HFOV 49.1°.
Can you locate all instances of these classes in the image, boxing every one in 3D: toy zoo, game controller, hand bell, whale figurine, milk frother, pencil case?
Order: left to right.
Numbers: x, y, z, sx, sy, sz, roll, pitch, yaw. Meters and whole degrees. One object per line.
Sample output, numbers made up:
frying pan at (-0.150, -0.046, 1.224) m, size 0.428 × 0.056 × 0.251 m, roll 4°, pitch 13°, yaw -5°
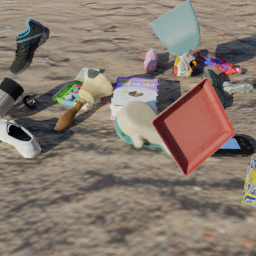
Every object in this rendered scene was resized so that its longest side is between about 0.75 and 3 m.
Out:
milk frother at (-4.872, -0.987, 11.802) m, size 1.635 × 1.475 × 1.538 m, roll 26°, pitch 66°, yaw 6°
hand bell at (-2.086, -0.970, 11.856) m, size 1.543 × 1.543 × 2.964 m, roll 24°, pitch 61°, yaw 25°
toy zoo at (-2.260, -1.490, 13.173) m, size 2.176 × 0.223 × 1.428 m, roll 14°, pitch 42°, yaw 16°
whale figurine at (0.703, 0.170, 10.654) m, size 2.634 × 1.367 × 2.095 m, roll 34°, pitch 47°, yaw 1°
pencil case at (1.285, -3.748, 15.479) m, size 0.721 × 0.721 × 1.648 m, roll 6°, pitch 41°, yaw 7°
game controller at (3.485, 0.642, 10.478) m, size 2.192 × 0.462 × 1.144 m, roll 1°, pitch 41°, yaw 0°

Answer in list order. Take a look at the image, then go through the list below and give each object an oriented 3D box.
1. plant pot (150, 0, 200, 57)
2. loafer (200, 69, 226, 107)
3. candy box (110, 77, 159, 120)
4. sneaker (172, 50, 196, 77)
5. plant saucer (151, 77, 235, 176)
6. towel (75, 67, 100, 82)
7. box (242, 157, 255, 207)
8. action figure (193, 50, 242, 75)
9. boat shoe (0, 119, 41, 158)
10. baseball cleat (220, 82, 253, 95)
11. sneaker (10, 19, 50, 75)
plant pot at (2.154, -4.036, 11.758) m, size 1.750 × 1.783 × 1.745 m, roll -28°, pitch 12°, yaw 17°
loafer at (3.869, -1.654, 13.092) m, size 0.997 × 0.873 × 2.775 m, roll 27°, pitch 42°, yaw -16°
candy box at (0.346, -1.305, 12.472) m, size 1.976 × 0.843 × 2.356 m, roll 5°, pitch 40°, yaw 5°
sneaker at (3.148, -3.596, 15.179) m, size 1.113 × 1.054 × 2.708 m, roll 14°, pitch 51°, yaw 10°
plant saucer at (1.487, -0.022, 6.423) m, size 1.671 × 1.668 × 0.307 m, roll -39°, pitch 22°, yaw -11°
towel at (-2.116, -2.768, 14.753) m, size 0.998 × 0.205 × 1.338 m, roll 9°, pitch 43°, yaw 13°
box at (4.165, 1.737, 9.122) m, size 0.591 × 0.543 × 1.687 m, roll 16°, pitch 42°, yaw 18°
action figure at (4.872, -3.541, 15.295) m, size 2.810 × 0.726 × 0.919 m, roll 32°, pitch 47°, yaw 29°
boat shoe at (-4.350, 0.184, 10.669) m, size 0.947 × 0.901 × 2.630 m, roll -31°, pitch 49°, yaw -31°
baseball cleat at (5.180, -2.016, 13.540) m, size 1.604 × 0.559 × 0.854 m, roll -8°, pitch 41°, yaw -11°
sneaker at (-3.428, -2.660, 9.218) m, size 1.938 × 0.794 × 0.710 m, roll -54°, pitch 46°, yaw 8°
